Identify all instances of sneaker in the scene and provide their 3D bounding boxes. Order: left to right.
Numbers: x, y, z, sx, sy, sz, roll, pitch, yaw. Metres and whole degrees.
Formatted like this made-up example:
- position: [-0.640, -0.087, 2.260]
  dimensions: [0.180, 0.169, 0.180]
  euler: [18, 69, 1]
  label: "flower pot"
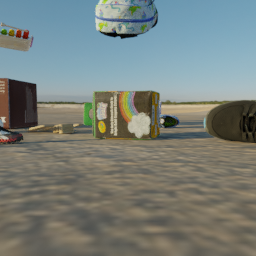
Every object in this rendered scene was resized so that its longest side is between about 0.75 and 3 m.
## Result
- position: [-2.613, 0.107, 5.729]
  dimensions: [0.904, 0.442, 0.320]
  euler: [1, 1, -12]
  label: "sneaker"
- position: [1.200, -0.311, 10.904]
  dimensions: [1.641, 0.644, 0.731]
  euler: [0, 1, 2]
  label: "sneaker"
- position: [2.818, -0.125, 5.631]
  dimensions: [2.482, 0.909, 1.017]
  euler: [1, 4, 14]
  label: "sneaker"

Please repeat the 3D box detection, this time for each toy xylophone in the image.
- position: [-3.986, -3.143, 9.673]
  dimensions: [1.471, 0.370, 1.077]
  euler: [10, -40, -35]
  label: "toy xylophone"

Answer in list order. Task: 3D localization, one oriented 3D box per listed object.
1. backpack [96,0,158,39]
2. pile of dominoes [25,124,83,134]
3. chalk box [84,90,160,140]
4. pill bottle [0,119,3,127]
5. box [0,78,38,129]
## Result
- position: [-0.105, -3.175, 7.691]
  dimensions: [1.800, 1.696, 2.206]
  euler: [13, 43, 7]
  label: "backpack"
- position: [-2.355, 0.090, 8.819]
  dimensions: [1.375, 0.281, 1.764]
  euler: [-4, -3, -38]
  label: "pile of dominoes"
- position: [-0.202, -0.344, 7.087]
  dimensions: [1.871, 1.168, 1.160]
  euler: [2, 4, 16]
  label: "chalk box"
- position: [-4.119, -0.094, 8.676]
  dimensions: [0.474, 0.474, 0.841]
  euler: [-2, 3, -25]
  label: "pill bottle"
- position: [-4.973, -0.945, 11.220]
  dimensions: [1.876, 1.857, 2.262]
  euler: [0, 4, 8]
  label: "box"
